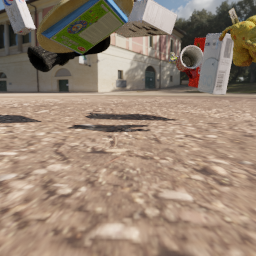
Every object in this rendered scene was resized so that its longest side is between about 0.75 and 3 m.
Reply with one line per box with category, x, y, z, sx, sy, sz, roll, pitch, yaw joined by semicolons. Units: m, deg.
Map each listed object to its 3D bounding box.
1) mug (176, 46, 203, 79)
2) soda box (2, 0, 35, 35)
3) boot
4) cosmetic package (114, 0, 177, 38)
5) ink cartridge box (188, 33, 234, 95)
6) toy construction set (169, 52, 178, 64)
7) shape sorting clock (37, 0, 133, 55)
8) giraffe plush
mug;1.702;-1.867;8.146;0.635;0.845;0.952;13;2;-3
soda box;-3.688;-3.951;9.283;0.536;1.573;0.501;-19;4;22
boot;-2.104;-2.817;9.870;2.130;1.072;2.848;-30;17;-36
cosmetic package;0.265;-3.730;9.834;1.212;0.744;2.937;16;5;-32
ink cartridge box;3.071;-2.616;11.327;0.646;2.187;2.732;0;15;-20
toy construction set;2.229;-3.373;13.625;0.505;0.355;0.771;5;44;3
shape sorting clock;-1.167;-2.950;7.810;2.859;0.561;2.859;-29;-6;-3
giraffe plush;3.544;-2.405;7.544;1.798;1.551;1.458;36;15;-25
